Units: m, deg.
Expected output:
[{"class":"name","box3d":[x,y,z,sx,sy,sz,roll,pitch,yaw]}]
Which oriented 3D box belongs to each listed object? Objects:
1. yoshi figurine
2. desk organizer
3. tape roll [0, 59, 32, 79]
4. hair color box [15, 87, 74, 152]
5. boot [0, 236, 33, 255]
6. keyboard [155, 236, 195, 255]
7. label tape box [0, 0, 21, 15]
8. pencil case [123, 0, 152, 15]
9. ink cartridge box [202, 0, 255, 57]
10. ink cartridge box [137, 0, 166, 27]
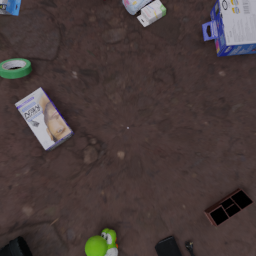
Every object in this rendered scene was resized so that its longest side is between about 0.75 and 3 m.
[{"class":"yoshi figurine","box3d":[-0.918,4.172,8.358,1.249,1.244,2.222,4,76,8]},{"class":"desk organizer","box3d":[3.216,2.530,8.963,1.466,0.564,0.526,-31,81,-6]},{"class":"tape roll","box3d":[-3.902,-2.068,9.679,1.080,0.260,1.080,0,37,0]},{"class":"hair color box","box3d":[-2.806,-0.285,9.489,1.046,0.620,1.915,-36,83,-7]},{"class":"boot","box3d":[-3.749,4.967,8.240,2.388,1.078,2.914,-31,73,-8]},{"class":"keyboard","box3d":[1.709,4.318,8.820,1.177,0.191,1.852,-24,81,2]},{"class":"label tape box","box3d":[-4.598,-4.648,10.473,0.996,0.315,0.718,5,79,1]},{"class":"pencil case","box3d":[0.654,-4.959,10.305,1.787,0.743,0.811,-38,63,-6]},{"class":"ink cartridge box","box3d":[4.051,-3.607,9.906,2.671,1.020,1.822,-4,79,-3]},{"class":"ink cartridge box","box3d":[0.863,-4.251,10.376,0.958,0.323,0.561,-33,77,-5]}]
